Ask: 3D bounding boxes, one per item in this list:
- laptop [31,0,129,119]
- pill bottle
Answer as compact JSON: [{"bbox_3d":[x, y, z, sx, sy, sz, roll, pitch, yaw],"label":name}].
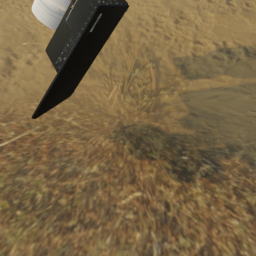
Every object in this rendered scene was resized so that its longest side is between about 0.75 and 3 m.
[{"bbox_3d":[-1.251,-1.870,5.641,1.408,2.416,2.726,6,43,-48],"label":"laptop"},{"bbox_3d":[-1.298,-3.975,7.097,1.630,2.935,1.630,28,34,-21],"label":"pill bottle"}]
